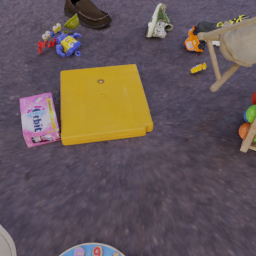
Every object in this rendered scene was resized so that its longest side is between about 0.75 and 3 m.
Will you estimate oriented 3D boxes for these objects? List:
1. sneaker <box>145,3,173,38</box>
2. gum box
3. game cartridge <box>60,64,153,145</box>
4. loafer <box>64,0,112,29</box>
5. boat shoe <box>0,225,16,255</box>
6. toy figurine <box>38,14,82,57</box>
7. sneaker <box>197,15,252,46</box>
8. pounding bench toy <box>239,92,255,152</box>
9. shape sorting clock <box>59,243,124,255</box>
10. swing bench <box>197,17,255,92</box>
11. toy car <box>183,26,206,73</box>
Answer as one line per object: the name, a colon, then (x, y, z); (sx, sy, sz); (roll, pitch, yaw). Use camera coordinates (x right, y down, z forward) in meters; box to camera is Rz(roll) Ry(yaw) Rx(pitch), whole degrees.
sneaker: (1.361, -4.193, 11.235); (0.939, 0.815, 2.120); (23, 55, 0)
gum box: (-2.407, -0.224, 7.676); (0.885, 0.516, 1.559); (-14, 49, -12)
game cartridge: (-0.727, -0.799, 8.296); (2.487, 0.458, 2.821); (-6, 51, -6)
loafer: (-1.775, -4.893, 11.628); (2.522, 0.900, 0.920); (28, 54, 23)
boat shoe: (-1.866, 1.191, 3.186); (0.586, 1.941, 0.717); (22, 44, 41)
toy figurine: (-2.175, -3.098, 10.295); (1.235, 1.087, 2.061); (40, 57, -3)
sneaker: (3.946, -3.666, 10.335); (2.796, 1.183, 1.041); (21, 51, 18)
pounding bench toy: (3.635, 0.184, 6.691); (1.805, 1.438, 2.314); (20, 51, 17)
shape sorting clock: (-0.696, 2.939, 4.929); (1.859, 0.365, 1.859); (0, 48, 0)
swing bench: (2.718, -1.551, 5.076); (1.944, 1.261, 1.934); (-25, 16, -25)
toy car: (2.235, -2.752, 9.739); (0.678, 1.000, 2.039); (-17, 34, 28)
